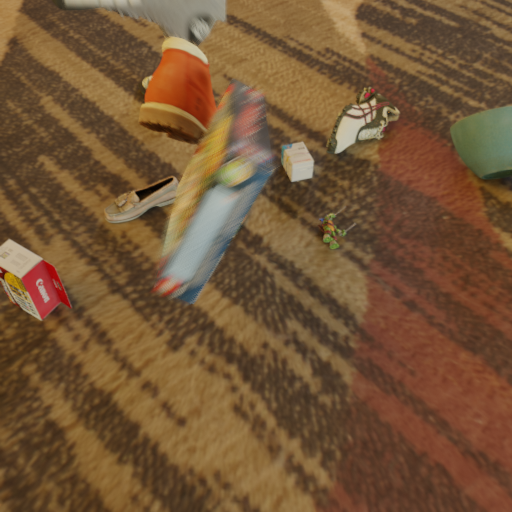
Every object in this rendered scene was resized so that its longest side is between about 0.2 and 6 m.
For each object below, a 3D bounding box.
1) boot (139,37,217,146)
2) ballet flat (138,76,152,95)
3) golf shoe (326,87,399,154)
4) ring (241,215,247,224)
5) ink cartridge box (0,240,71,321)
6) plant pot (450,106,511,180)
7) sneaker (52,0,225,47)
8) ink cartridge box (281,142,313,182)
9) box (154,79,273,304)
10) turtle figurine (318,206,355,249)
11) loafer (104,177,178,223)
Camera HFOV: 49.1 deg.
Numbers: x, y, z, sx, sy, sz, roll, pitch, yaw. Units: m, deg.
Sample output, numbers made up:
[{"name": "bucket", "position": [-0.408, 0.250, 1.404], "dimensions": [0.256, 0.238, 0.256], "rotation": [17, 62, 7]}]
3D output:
[{"name": "boot", "position": [-1.156, -2.936, 10.524], "dimensions": [1.159, 3.090, 1.657], "rotation": [11, 92, 8]}, {"name": "ballet flat", "position": [-2.723, -4.565, 15.351], "dimensions": [0.643, 0.643, 1.761], "rotation": [-27, 54, -21]}, {"name": "golf shoe", "position": [2.683, -3.327, 14.091], "dimensions": [1.132, 0.993, 2.571], "rotation": [32, 58, 14]}, {"name": "ring", "position": [-0.956, -1.008, 12.635], "dimensions": [1.532, 0.147, 1.532], "rotation": [0, 49, 0]}, {"name": "ink cartridge box", "position": [-4.218, 0.532, 10.514], "dimensions": [1.197, 1.363, 0.572], "rotation": [25, 54, 20]}, {"name": "plant pot", "position": [5.599, -2.513, 12.996], "dimensions": [1.927, 1.927, 1.298], "rotation": [-5, 83, -4]}, {"name": "sneaker", "position": [-2.087, -4.604, 10.775], "dimensions": [3.295, 1.903, 1.236], "rotation": [-12, 53, -7]}, {"name": "ink cartridge box", "position": [0.981, -2.252, 13.417], "dimensions": [0.547, 0.545, 0.746], "rotation": [-13, 51, -11]}, {"name": "box", "position": [-0.625, -1.143, 8.493], "dimensions": [0.623, 2.258, 3.306], "rotation": [24, 28, -15]}, {"name": "turtle figurine", "position": [1.721, -0.609, 12.001], "dimensions": [0.826, 0.594, 0.800], "rotation": [3, 54, 8]}, {"name": "loafer", "position": [-2.586, -1.325, 12.615], "dimensions": [1.806, 0.568, 0.649], "rotation": [-23, 53, -18]}]
